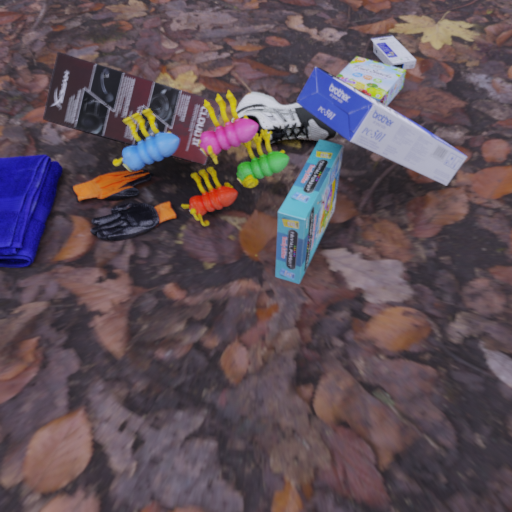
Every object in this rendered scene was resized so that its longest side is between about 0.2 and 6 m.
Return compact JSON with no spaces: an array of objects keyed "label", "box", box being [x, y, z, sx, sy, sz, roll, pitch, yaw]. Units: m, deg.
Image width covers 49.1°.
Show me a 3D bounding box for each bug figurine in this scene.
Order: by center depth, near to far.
[{"label":"bug figurine","box":[-0.732,-1.453,8.966,2.233,2.880,0.741,-21,66,18]}]

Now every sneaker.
[{"label":"sneaker","box":[0.569,-2.678,11.773,2.358,0.892,1.034,17,58,25]}]

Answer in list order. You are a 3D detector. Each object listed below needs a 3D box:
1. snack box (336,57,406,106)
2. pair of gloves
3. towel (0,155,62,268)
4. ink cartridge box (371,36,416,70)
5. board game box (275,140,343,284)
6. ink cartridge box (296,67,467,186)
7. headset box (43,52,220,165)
[{"label":"snack box","box":[2.579,-3.978,13.086,1.304,0.523,1.546,23,50,21]},{"label":"pair of gloves","box":[-2.482,-1.004,10.555,1.600,0.222,1.796,-20,53,-19]},{"label":"towel","box":[-4.727,-0.905,10.157,1.920,0.644,2.601,0,47,-1]},{"label":"ink cartridge box","box":[3.494,-5.215,14.412,0.669,0.264,1.346,-12,50,-10]},{"label":"board game box","box":[0.902,-0.755,9.441,0.466,1.501,1.988,17,50,15]},{"label":"ink cartridge box","box":[2.133,-2.046,9.148,2.950,0.652,1.387,10,29,-45]},{"label":"headset box","box":[-1.998,-2.495,10.005,2.969,1.146,2.209,15,9,-14]}]
